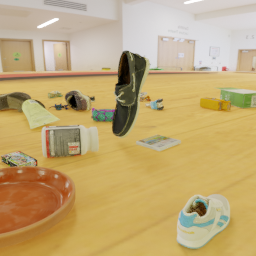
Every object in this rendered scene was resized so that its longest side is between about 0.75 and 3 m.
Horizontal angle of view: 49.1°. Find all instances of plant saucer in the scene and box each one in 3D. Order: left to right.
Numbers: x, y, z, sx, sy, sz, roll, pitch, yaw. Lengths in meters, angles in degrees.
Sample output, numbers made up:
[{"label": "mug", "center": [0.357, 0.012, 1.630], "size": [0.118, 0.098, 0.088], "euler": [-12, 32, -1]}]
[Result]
[{"label": "plant saucer", "center": [-2.269, 1.375, 5.099], "size": [2.606, 0.421, 2.606], "euler": [-1, 15, 0]}]

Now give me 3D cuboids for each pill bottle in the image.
[{"label": "pill bottle", "center": [-1.637, 0.361, 7.991], "size": [1.520, 0.880, 0.880], "euler": [-3, 15, -12]}]

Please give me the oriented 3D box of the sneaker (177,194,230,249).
[{"label": "sneaker", "center": [1.326, 1.393, 4.675], "size": [0.562, 0.593, 1.468], "euler": [9, 17, 36]}]

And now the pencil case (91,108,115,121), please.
[{"label": "pencil case", "center": [-0.910, -0.586, 12.034], "size": [1.314, 0.607, 0.559], "euler": [0, 45, -4]}]

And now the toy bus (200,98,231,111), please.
[{"label": "toy bus", "center": [4.587, -1.249, 14.721], "size": [0.634, 0.527, 1.619], "euler": [-8, 17, -29]}]

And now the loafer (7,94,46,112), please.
[{"label": "loafer", "center": [-5.063, -1.096, 13.961], "size": [2.049, 0.691, 0.779], "euler": [20, 23, 11]}]

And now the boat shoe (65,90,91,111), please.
[{"label": "boat shoe", "center": [-2.836, -1.464, 14.807], "size": [0.851, 0.944, 2.626], "euler": [-5, 21, -35]}]

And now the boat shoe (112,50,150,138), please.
[{"label": "boat shoe", "center": [-0.131, -1.095, 9.196], "size": [0.960, 2.838, 1.019], "euler": [14, -1, -44]}]

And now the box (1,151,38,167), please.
[{"label": "box", "center": [-2.904, 0.868, 7.455], "size": [0.995, 0.173, 0.547], "euler": [13, 20, 42]}]

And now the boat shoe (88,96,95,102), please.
[{"label": "boat shoe", "center": [-2.513, -1.825, 17.241], "size": [1.088, 0.368, 0.391], "euler": [5, 17, 24]}]

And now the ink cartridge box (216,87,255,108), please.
[{"label": "ink cartridge box", "center": [6.316, -1.805, 16.217], "size": [1.445, 0.825, 2.783], "euler": [-5, 16, -18]}]

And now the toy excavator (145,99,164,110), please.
[{"label": "toy excavator", "center": [1.355, -1.246, 14.905], "size": [1.078, 0.539, 1.049], "euler": [-5, 12, 18]}]

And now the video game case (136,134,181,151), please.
[{"label": "video game case", "center": [0.991, 0.466, 9.080], "size": [1.096, 0.125, 0.997], "euler": [-15, 21, -42]}]

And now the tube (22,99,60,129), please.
[{"label": "tube", "center": [-3.885, -0.547, 11.930], "size": [0.775, 0.866, 2.984], "euler": [35, -3, -34]}]

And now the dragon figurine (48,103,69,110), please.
[{"label": "dragon figurine", "center": [-3.620, -1.095, 14.598], "size": [1.010, 0.297, 0.502], "euler": [-5, 16, -23]}]

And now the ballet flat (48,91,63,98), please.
[{"label": "ballet flat", "center": [-4.847, -2.280, 18.772], "size": [0.469, 0.469, 1.326], "euler": [9, 17, 30]}]

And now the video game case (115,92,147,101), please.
[{"label": "video game case", "center": [0.243, -2.031, 17.959], "size": [1.483, 0.187, 2.071], "euler": [-4, 13, 22]}]

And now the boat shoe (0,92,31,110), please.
[{"label": "boat shoe", "center": [-6.335, -1.411, 14.615], "size": [2.524, 0.956, 0.906], "euler": [-11, 17, -42]}]

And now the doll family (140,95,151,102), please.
[{"label": "doll family", "center": [1.048, -1.825, 17.189], "size": [0.826, 0.372, 0.513], "euler": [-8, 14, -22]}]
